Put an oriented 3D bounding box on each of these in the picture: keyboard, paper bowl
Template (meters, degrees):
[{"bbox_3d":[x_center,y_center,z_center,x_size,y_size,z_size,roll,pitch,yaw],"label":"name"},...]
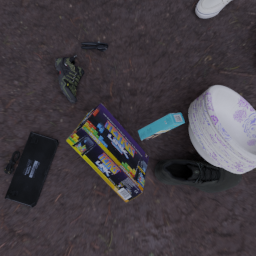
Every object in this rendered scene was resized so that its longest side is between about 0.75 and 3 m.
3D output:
[{"bbox_3d":[-3.436,1.348,9.623,1.444,0.309,2.405,18,77,-3],"label":"keyboard"},{"bbox_3d":[3.062,0.130,8.909,2.779,1.445,2.779,22,47,-26],"label":"paper bowl"}]

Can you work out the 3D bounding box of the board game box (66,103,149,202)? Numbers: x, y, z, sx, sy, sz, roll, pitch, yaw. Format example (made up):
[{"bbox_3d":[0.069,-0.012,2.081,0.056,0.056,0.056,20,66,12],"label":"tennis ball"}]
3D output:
[{"bbox_3d":[-0.460,0.658,8.479,0.709,2.066,2.500,-36,104,23],"label":"board game box"}]

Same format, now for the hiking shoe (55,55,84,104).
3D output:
[{"bbox_3d":[-2.008,-1.809,10.103,0.935,0.703,1.857,-18,77,-1],"label":"hiking shoe"}]

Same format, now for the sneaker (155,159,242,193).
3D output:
[{"bbox_3d":[2.327,1.532,9.069,2.839,1.289,1.078,3,77,-1],"label":"sneaker"}]

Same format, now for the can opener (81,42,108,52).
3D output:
[{"bbox_3d":[-1.266,-3.120,10.600,1.084,0.426,0.344,10,86,11],"label":"can opener"}]

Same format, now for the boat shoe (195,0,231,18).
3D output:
[{"bbox_3d":[3.709,-5.187,10.767,2.527,0.882,0.896,-32,79,-7],"label":"boat shoe"}]

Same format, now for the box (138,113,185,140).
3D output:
[{"bbox_3d":[0.993,-0.034,8.559,0.575,1.397,0.343,-7,73,-45],"label":"box"}]
